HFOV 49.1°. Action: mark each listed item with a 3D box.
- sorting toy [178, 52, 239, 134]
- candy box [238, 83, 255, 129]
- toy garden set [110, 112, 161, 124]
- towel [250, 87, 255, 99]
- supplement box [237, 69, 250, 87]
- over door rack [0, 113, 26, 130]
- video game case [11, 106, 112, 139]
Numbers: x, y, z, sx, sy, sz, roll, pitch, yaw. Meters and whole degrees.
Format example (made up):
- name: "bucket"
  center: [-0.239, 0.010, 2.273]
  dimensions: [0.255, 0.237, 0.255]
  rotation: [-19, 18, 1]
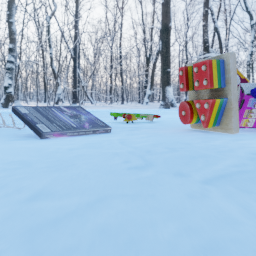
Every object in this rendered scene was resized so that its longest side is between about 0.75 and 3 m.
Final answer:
- name: "sorting toy"
  center: [1.738, -0.748, 6.542]
  dimensions: [0.597, 1.706, 1.716]
  rotation: [-7, 6, -18]
- name: "candy box"
  center: [3.589, -0.547, 7.107]
  dimensions: [1.698, 1.158, 0.518]
  rotation: [1, 44, 2]
- name: "toy garden set"
  center: [0.346, -0.341, 10.064]
  dimensions: [1.682, 0.336, 1.402]
  rotation: [1, 5, -21]
- name: "towel"
  center: [3.494, -0.642, 6.057]
  dimensions: [1.003, 0.336, 1.358]
  rotation: [-21, 43, -20]
- name: "supplement box"
  center: [2.891, -1.245, 8.666]
  dimensions: [1.605, 0.886, 0.688]
  rotation: [-36, -10, -32]
- name: "over door rack"
  center: [-3.284, -0.181, 6.832]
  dimensions: [0.908, 0.409, 1.229]
  rotation: [3, 0, 32]
- name: "video game case"
  center: [-1.373, -0.172, 6.000]
  dimensions: [1.253, 0.166, 1.753]
  rotation: [33, 24, 36]
